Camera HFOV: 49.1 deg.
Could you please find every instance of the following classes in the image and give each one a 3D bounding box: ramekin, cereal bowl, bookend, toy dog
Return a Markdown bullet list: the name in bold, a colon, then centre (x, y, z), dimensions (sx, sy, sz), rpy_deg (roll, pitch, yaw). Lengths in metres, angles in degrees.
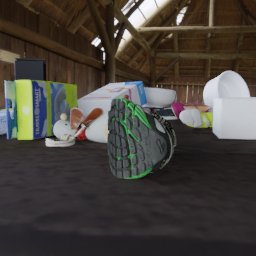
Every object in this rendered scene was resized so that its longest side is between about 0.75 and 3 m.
- **ramekin**: centre (5.529, -1.777, 15.860), dimensions (2.631, 2.631, 1.283), rpy_deg (-3, -8, -31)
- **cereal bowl**: centre (1.419, -1.622, 15.498), dimensions (2.385, 0.993, 2.385), rpy_deg (4, 3, 0)
- **bookend**: centre (-4.107, -1.506, 11.384), dimensions (1.363, 2.940, 2.958), rpy_deg (0, 7, -12)
- **toy dog**: centre (-0.788, -0.236, 7.177), dimensions (2.553, 1.230, 1.684), rpy_deg (0, 6, 3)

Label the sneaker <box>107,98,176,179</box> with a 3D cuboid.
- **sneaker**: centre (0.286, 0.075, 4.664), dimensions (1.238, 1.134, 2.906), rpy_deg (0, 5, -5)

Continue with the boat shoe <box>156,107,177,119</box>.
- **boat shoe**: centre (1.835, -0.951, 16.458), dimensions (2.604, 0.785, 0.984), rpy_deg (5, 7, 38)

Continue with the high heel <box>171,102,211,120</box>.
- **high heel**: centre (3.214, -0.969, 14.194), dimensions (1.389, 0.976, 2.897), rpy_deg (-24, -21, 25)

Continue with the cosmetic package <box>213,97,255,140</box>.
- **cosmetic package**: centre (3.971, -0.308, 8.091), dimensions (2.792, 1.184, 1.502), rpy_deg (0, 7, 11)

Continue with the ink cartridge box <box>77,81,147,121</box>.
- **ink cartridge box**: centre (-0.701, -1.215, 13.105), dimensions (2.039, 1.194, 2.821), rpy_deg (2, 26, 32)

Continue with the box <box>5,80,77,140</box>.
- **box**: centre (-2.473, -0.583, 8.516), dimensions (0.643, 1.646, 2.699), rpy_deg (2, 6, 20)

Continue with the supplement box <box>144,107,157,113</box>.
- **supplement box**: centre (0.730, -0.735, 14.796), dimensions (1.244, 0.696, 2.286), rpy_deg (1, 5, 15)

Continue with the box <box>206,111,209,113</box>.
- **box**: centre (3.965, -0.826, 16.759), dimensions (1.586, 0.483, 1.968), rpy_deg (-7, 9, -29)

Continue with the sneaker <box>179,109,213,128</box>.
- **sneaker**: centre (2.700, -0.300, 11.105), dimensions (1.909, 0.723, 1.003), rpy_deg (8, -9, -22)

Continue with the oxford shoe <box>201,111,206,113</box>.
- **oxford shoe**: centre (3.433, -0.485, 12.793), dimensions (0.562, 0.596, 1.594), rpy_deg (-2, 6, -25)

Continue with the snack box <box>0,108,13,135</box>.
- **snack box**: centre (-4.143, -0.189, 8.783), dimensions (1.589, 0.592, 2.235), rpy_deg (2, 14, 32)
